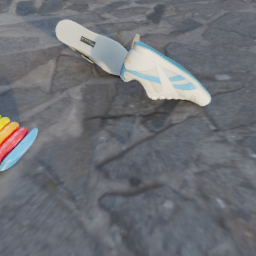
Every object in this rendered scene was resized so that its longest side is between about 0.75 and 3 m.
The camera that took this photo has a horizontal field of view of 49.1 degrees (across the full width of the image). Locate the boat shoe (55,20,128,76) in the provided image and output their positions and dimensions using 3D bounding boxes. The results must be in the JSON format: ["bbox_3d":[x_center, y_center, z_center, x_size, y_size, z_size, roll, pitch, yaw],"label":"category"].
[{"bbox_3d":[-1.142,-2.879,10.115,2.992,1.058,0.953,31,5,-7],"label":"boat shoe"}]

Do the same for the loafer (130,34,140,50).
[{"bbox_3d":[0.266,-3.258,11.055,0.307,0.877,0.306,8,34,-12],"label":"loafer"}]

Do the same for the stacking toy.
[{"bbox_3d":[-3.187,-0.016,6.414,1.951,1.071,1.132,41,55,-12],"label":"stacking toy"}]

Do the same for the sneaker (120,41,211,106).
[{"bbox_3d":[1.164,-1.372,8.375,2.965,1.197,1.134,27,21,-18],"label":"sneaker"}]
